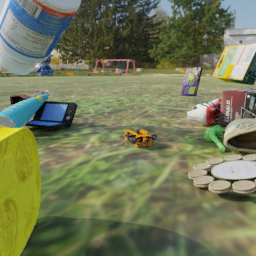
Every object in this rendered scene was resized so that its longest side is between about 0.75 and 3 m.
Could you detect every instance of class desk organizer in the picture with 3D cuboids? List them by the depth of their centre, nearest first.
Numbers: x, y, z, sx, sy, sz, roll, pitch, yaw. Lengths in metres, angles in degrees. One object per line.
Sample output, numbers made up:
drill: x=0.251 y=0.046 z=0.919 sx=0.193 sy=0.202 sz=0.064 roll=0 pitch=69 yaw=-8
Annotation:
desk organizer: x=-4.606 y=-1.093 z=12.017 sx=0.627 sy=0.584 sz=1.628 roll=-10 pitch=16 yaw=-29

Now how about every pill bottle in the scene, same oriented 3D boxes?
pill bottle: x=-2.664 y=-2.836 z=7.757 sx=1.636 sy=1.636 sz=2.914 roll=-13 pitch=-18 yaw=-46

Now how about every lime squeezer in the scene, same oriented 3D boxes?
lime squeezer: x=2.326 y=0.151 z=7.018 sx=0.675 sy=0.361 sz=1.912 roll=7 pitch=14 yaw=31

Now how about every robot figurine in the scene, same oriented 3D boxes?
robot figurine: x=0.278 y=0.230 z=6.772 sx=0.727 sy=0.292 sz=1.003 roll=-3 pitch=12 yaw=-14

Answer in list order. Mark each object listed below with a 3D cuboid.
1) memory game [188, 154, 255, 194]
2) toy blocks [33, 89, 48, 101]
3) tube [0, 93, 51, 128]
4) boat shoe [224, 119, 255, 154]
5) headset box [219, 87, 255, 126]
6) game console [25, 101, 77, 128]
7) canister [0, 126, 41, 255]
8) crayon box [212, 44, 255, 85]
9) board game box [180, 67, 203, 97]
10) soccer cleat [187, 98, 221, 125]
memory game: x=1.781 y=0.706 z=4.531 sx=1.604 sy=0.102 sz=1.604 roll=-10 pitch=9 yaw=2
toy blocks: x=-4.124 y=-1.457 z=13.199 sx=0.679 sy=0.754 sz=0.807 roll=2 pitch=15 yaw=-17
tube: x=-3.047 y=-0.469 z=8.062 sx=1.064 sy=0.693 sz=2.748 roll=-13 pitch=20 yaw=5
boat shoe: x=3.267 y=0.231 z=5.651 sx=2.533 sy=0.928 sz=0.794 roll=-5 pitch=14 yaw=26
headset box: x=4.398 y=-0.561 z=8.341 sx=2.230 sy=1.125 sz=3.000 roll=-10 pitch=16 yaw=-37
game console: x=-2.433 y=-0.430 z=8.472 sx=1.401 sy=1.232 sz=0.815 roll=5 pitch=-25 yaw=18
canister: x=-2.490 y=0.744 z=2.424 sx=2.872 sy=1.243 sz=2.133 roll=-2 pitch=13 yaw=-2
crayon box: x=2.807 y=-1.613 z=7.095 sx=0.372 sy=0.906 sz=1.441 roll=21 pitch=8 yaw=-16
board game box: x=1.714 y=-1.243 z=7.574 sx=0.473 sy=0.788 sz=0.127 roll=11 pitch=-6 yaw=42
soccer cleat: x=2.676 y=-0.565 z=9.360 sx=0.941 sy=0.758 sz=2.209 roll=3 pitch=15 yaw=30
